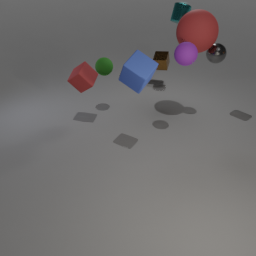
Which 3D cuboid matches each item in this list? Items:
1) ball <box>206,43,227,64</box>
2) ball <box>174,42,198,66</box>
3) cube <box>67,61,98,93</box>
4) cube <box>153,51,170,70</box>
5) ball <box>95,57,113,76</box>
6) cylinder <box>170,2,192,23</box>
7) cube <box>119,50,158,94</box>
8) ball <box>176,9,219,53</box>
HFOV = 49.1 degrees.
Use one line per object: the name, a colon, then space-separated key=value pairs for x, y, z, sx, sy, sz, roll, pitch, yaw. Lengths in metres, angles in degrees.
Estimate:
ball: x=3.131 y=-2.648 z=9.938 sx=0.700 sy=0.700 sz=0.700 roll=0 pitch=30 yaw=0
ball: x=1.742 y=-2.228 z=8.430 sx=0.700 sy=0.700 sz=0.700 roll=0 pitch=30 yaw=0
cube: x=-1.630 y=-1.833 z=10.153 sx=0.700 sy=0.700 sz=0.700 roll=-20 pitch=40 yaw=39
cube: x=1.734 y=-3.487 z=14.524 sx=0.700 sy=0.700 sz=0.700 roll=7 pitch=56 yaw=19
ball: x=-0.932 y=-2.402 z=10.953 sx=0.700 sy=0.700 sz=0.700 roll=0 pitch=30 yaw=0
cylinder: x=2.150 y=-4.653 z=11.406 sx=0.700 sy=0.700 sz=0.700 roll=14 pitch=15 yaw=-4
cube: x=0.270 y=-1.501 z=7.514 sx=0.700 sy=0.700 sz=0.700 roll=35 pitch=62 yaw=4
ball: x=2.344 y=-3.268 z=9.500 sx=1.400 sy=1.400 sz=1.400 roll=0 pitch=30 yaw=0
